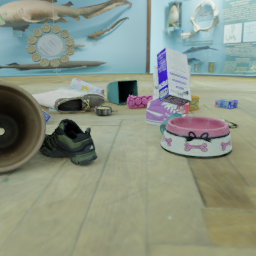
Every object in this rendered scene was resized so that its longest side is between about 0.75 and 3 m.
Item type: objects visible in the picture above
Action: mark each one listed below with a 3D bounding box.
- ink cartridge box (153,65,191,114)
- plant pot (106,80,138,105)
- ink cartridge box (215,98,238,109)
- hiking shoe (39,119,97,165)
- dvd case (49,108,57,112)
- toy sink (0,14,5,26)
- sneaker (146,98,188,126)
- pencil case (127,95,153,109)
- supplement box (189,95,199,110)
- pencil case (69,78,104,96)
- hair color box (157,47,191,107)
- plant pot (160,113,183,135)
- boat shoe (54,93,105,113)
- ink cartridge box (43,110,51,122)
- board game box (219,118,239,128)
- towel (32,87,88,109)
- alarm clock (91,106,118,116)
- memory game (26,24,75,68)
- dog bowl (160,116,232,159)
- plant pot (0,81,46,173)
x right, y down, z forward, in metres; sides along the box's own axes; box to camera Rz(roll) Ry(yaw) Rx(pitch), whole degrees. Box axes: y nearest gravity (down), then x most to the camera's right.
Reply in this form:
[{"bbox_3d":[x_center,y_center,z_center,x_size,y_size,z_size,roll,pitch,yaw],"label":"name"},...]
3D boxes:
[{"bbox_3d":[2.262,-2.054,14.841,1.817,2.495,1.058,-1,15,-5],"label":"ink cartridge box"},{"bbox_3d":[-0.526,-2.352,18.251,1.464,1.465,2.072,-9,11,-31],"label":"plant pot"},{"bbox_3d":[5.892,-1.425,16.528,0.841,0.470,1.232,-14,22,-42],"label":"ink cartridge box"},{"bbox_3d":[-1.893,0.269,8.468,2.433,1.225,0.921,10,18,33],"label":"hiking shoe"},{"bbox_3d":[-4.039,-1.111,15.952,0.863,0.130,1.182,-3,17,-12],"label":"dvd case"},{"bbox_3d":[-3.507,-2.886,6.960,0.443,0.791,0.516,-18,22,10],"label":"toy sink"},{"bbox_3d":[1.852,-0.721,12.070,2.379,1.356,0.862,9,16,27],"label":"sneaker"},{"bbox_3d":[0.803,-1.576,16.388,1.700,0.796,0.771,-6,7,-26],"label":"pencil case"},{"bbox_3d":[3.179,-1.615,16.621,0.799,0.773,2.323,-9,16,-29],"label":"supplement box"},{"bbox_3d":[-2.711,-2.483,18.473,2.289,0.952,1.038,22,-4,12],"label":"pencil case"},{"bbox_3d":[1.636,-1.827,10.079,1.042,1.906,0.618,12,-24,-30],"label":"hair color box"},{"bbox_3d":[1.682,-0.054,10.713,0.789,0.840,0.840,-29,28,-32],"label":"plant pot"},{"bbox_3d":[-2.532,-1.289,15.053,2.788,1.002,0.830,-6,24,-17],"label":"boat shoe"},{"bbox_3d":[-4.447,-0.883,13.143,1.113,0.523,2.367,42,-8,-29],"label":"ink cartridge box"},{"bbox_3d":[4.248,-0.211,12.480,0.702,0.157,1.340,-5,15,-10],"label":"board game box"},{"bbox_3d":[-4.182,-1.884,16.931,2.766,0.446,2.642,17,31,40],"label":"towel"},{"bbox_3d":[-1.140,-0.866,14.412,1.313,0.437,0.886,2,14,14],"label":"alarm clock"},{"bbox_3d":[-3.244,-3.452,11.790,2.022,2.022,0.129,-2,-13,-9],"label":"memory game"},{"bbox_3d":[2.287,0.217,9.394,2.367,0.873,2.367,1,15,0],"label":"dog bowl"},{"bbox_3d":[-3.687,0.047,8.088,2.380,2.380,2.076,-6,-3,-23],"label":"plant pot"}]
